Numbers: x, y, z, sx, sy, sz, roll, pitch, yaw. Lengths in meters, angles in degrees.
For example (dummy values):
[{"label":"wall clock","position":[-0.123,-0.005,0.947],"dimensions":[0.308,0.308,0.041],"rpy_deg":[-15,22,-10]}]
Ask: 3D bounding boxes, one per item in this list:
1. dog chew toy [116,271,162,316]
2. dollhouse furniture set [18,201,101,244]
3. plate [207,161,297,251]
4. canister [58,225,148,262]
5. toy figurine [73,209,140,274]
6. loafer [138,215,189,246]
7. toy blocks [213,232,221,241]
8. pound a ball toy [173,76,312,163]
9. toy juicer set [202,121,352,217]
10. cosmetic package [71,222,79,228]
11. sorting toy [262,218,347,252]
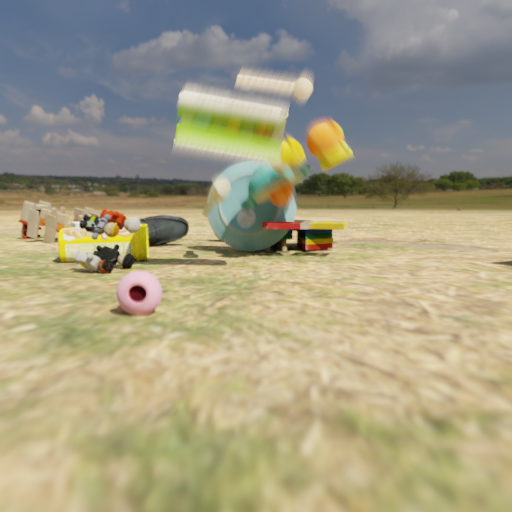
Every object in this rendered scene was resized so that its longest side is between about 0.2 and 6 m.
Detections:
[{"label":"dog chew toy","position":[-1.191,0.384,5.809],"dimensions":[0.448,0.448,0.719],"rpy_deg":[-1,-2,-5]},{"label":"dollhouse furniture set","position":[-5.388,-0.771,15.225],"dimensions":[2.053,1.069,2.076],"rpy_deg":[15,12,23]},{"label":"plate","position":[-0.122,-1.072,11.634],"dimensions":[1.937,1.937,0.247],"rpy_deg":[1,-9,11]},{"label":"canister","position":[-2.806,-0.236,10.444],"dimensions":[1.538,0.665,1.142],"rpy_deg":[-2,6,-10]},{"label":"toy figurine","position":[-2.316,-0.208,8.815],"dimensions":[0.685,0.984,0.969],"rpy_deg":[18,13,10]},{"label":"loafer","position":[-2.581,-0.519,13.003],"dimensions":[2.165,0.735,0.760],"rpy_deg":[-7,13,-21]},{"label":"toy blocks","position":[-0.170,-1.035,14.431],"dimensions":[1.386,0.604,1.663],"rpy_deg":[-4,-26,-38]},{"label":"pound a ball toy","position":[-0.193,-2.151,8.377],"dimensions":[1.886,1.230,0.801],"rpy_deg":[9,21,-1]},{"label":"toy juicer set","position":[0.347,-1.376,10.375],"dimensions":[3.201,0.871,2.036],"rpy_deg":[-28,-3,4]},{"label":"cosmetic package","position":[-3.779,-0.434,12.372],"dimensions":[0.513,0.622,0.513],"rpy_deg":[-4,7,-30]},{"label":"sorting toy","position":[0.842,-0.485,12.520],"dimensions":[1.959,0.687,4.063],"rpy_deg":[-1,6,-9]}]
